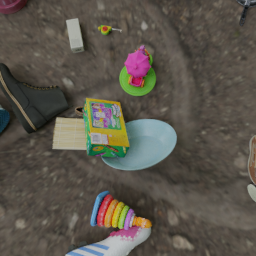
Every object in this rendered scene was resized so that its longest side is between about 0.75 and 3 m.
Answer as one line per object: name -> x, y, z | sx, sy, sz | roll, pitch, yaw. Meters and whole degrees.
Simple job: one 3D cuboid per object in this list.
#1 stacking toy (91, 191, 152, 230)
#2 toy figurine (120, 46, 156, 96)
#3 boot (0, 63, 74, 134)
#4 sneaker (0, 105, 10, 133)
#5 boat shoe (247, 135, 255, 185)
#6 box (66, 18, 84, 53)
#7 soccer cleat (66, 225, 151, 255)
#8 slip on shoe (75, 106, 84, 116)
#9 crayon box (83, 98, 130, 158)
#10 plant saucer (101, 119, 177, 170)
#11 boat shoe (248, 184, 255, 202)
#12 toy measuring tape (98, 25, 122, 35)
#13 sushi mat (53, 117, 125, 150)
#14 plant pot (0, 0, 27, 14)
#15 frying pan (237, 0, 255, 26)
stacking toy -> -0.127, 2.344, 7.412 | 1.565, 0.909, 0.859 | 15, 94, 13
toy figurine -> 0.372, -1.921, 8.430 | 1.182, 1.449, 1.575 | 16, 79, 3
boot -> -2.926, -1.211, 8.674 | 1.617, 0.905, 2.338 | -30, 94, -10
sneaker -> -4.909, 0.289, 8.284 | 1.166, 1.104, 2.886 | 38, 77, 18
boat shoe -> 3.934, 0.955, 8.320 | 0.601, 0.570, 1.587 | -1, 79, 0
box -> -1.727, -3.029, 9.197 | 0.423, 0.352, 1.031 | -10, 79, -2
soccer cleat -> -0.459, 3.451, 7.593 | 2.531, 0.884, 1.093 | -21, 54, 1
slip on shoe -> -1.145, -0.505, 8.727 | 1.013, 0.307, 0.385 | 11, 79, 0
crayon box -> -0.657, -0.035, 7.929 | 1.057, 0.519, 1.780 | 6, 46, -21
plant saucer -> 0.303, 0.529, 7.837 | 2.171, 0.418, 2.171 | -11, 35, 8
boat shoe -> 3.915, 2.044, 8.295 | 0.311, 0.331, 0.921 | -23, 69, -41
toy measuring tape -> -0.613, -3.200, 9.276 | 0.795, 0.292, 0.292 | 13, 79, 3
sushi mat -> -1.161, 0.182, 8.472 | 2.153, 0.130, 1.030 | 2, 67, -7
plant pot -> -4.107, -4.655, 9.062 | 1.383, 1.238, 1.383 | 0, 79, 0
frying pan -> 3.952, -4.376, 9.530 | 1.013, 0.273, 1.675 | 38, 78, 7
